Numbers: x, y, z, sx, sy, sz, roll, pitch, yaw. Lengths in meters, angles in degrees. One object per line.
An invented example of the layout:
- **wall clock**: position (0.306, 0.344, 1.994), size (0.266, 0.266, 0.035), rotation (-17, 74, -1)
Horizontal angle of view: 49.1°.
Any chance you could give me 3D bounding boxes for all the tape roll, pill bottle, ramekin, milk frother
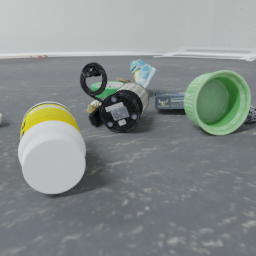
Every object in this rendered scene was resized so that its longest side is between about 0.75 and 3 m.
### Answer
- **tape roll**: position (-0.955, -2.265, 16.426), size (2.349, 0.565, 2.349), rotation (1, 19, 0)
- **pill bottle**: position (-1.986, 0.395, 7.301), size (1.614, 1.614, 2.825), rotation (-6, 20, -16)
- **ramekin**: position (3.198, -0.964, 10.328), size (2.300, 2.300, 1.124), rotation (-6, 13, -16)
- **milk frother**: position (-0.474, -1.396, 11.017), size (2.315, 2.565, 2.413), rotation (0, 19, 12)

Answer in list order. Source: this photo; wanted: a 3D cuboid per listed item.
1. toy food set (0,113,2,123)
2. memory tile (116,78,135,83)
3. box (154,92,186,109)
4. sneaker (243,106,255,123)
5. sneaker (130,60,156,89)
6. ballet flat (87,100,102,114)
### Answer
- **toy food set**: position (-6.459, -0.382, 10.682), size (2.718, 0.821, 1.950), rotation (-15, 25, -37)
- **memory tile**: position (0.171, -2.858, 17.663), size (1.693, 0.185, 2.208), rotation (14, 7, -12)
- **box**: position (2.525, -1.322, 13.101), size (2.579, 0.658, 2.034), rotation (-2, 12, 6)
- **sneaker**: position (5.139, -0.458, 11.217), size (1.010, 0.669, 1.774), rotation (-14, 18, -32)
- **sneaker**: position (0.533, -2.944, 15.954), size (1.521, 0.927, 2.330), rotation (37, 54, -10)
- **ballet flat**: position (-1.451, -1.078, 13.192), size (0.518, 0.475, 1.508), rotation (6, 20, 15)
